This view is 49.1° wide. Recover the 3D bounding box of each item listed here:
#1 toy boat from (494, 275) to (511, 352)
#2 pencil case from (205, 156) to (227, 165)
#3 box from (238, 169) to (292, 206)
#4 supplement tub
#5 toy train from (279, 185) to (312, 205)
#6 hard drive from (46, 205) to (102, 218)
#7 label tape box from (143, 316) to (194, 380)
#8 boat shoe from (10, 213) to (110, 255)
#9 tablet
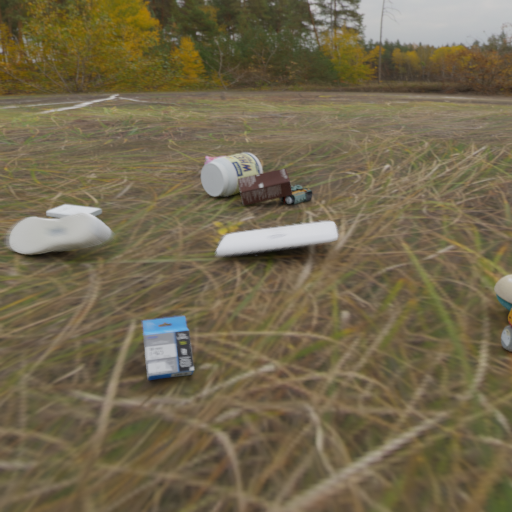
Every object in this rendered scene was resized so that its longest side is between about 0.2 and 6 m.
[{"bbox_3d":[3.989,0.826,8.033,1.435,0.793,1.706,24,23,39],"label":"toy boat"},{"bbox_3d":[-0.906,-2.852,17.650,1.425,0.623,0.623,-3,21,-6],"label":"pencil case"},{"bbox_3d":[0.218,-1.765,14.355,1.298,0.486,0.650,-12,42,-1],"label":"box"},{"bbox_3d":[-0.670,-2.211,15.354,1.070,1.070,1.476,18,28,39],"label":"supplement tub"},{"bbox_3d":[1.042,-1.585,14.723,0.938,0.400,0.534,-19,38,-40],"label":"toy train"},{"bbox_3d":[-4.425,-1.055,13.624,1.089,0.143,0.718,8,22,21],"label":"hard drive"},{"bbox_3d":[-1.126,1.131,7.098,0.568,0.788,0.249,-5,-23,-13],"label":"label tape box"},{"bbox_3d":[-3.873,-0.410,11.090,2.173,0.782,0.744,-12,-20,22],"label":"boat shoe"},{"bbox_3d":[0.436,-0.380,11.176,2.303,0.157,1.498,-7,14,7],"label":"tablet"}]
